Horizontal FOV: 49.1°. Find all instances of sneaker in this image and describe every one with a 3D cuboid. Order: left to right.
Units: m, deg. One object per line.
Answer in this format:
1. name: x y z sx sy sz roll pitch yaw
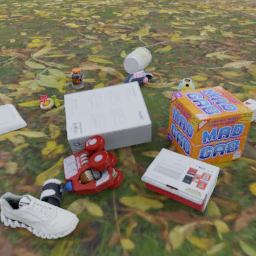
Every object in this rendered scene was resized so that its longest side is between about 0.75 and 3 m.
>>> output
1. sneaker: -2.358 2.223 7.251 2.161 0.876 0.812 8 34 9
2. sneaker: 0.565 -2.465 14.263 0.755 0.646 1.840 23 42 34

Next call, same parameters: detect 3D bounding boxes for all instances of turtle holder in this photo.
1. turtle holder: 2.741 -1.878 13.304 0.817 0.763 1.075 21 39 26

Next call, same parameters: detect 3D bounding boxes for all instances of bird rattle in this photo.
1. bird rattle: -3.612 -1.153 12.523 0.988 0.557 0.806 8 51 17

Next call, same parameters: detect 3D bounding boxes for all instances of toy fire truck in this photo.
1. toy fire truck: -1.191 1.280 8.632 1.655 1.105 1.970 -28 37 2

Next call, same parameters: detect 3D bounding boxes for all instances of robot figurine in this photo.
1. robot figurine: -2.153 1.902 7.958 0.718 0.596 0.955 -1 34 -7

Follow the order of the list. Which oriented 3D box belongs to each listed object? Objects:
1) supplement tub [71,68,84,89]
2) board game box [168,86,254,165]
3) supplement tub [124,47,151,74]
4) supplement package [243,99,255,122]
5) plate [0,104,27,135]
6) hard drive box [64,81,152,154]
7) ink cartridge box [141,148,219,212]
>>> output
1. supplement tub: -2.528 -2.476 14.025 0.572 0.933 0.572 -1 34 0
2. board game box: 2.690 -0.083 9.647 1.927 1.926 1.926 -10 35 -14
3. supplement tub: 0.532 -3.758 15.714 1.139 1.139 1.571 16 38 22
4. supplement package: 5.003 -0.684 11.679 1.056 0.632 0.640 -25 42 -32
5. plate: -5.464 -0.337 11.446 2.042 0.331 2.047 -21 40 -29
6. hard drive box: -0.750 -0.369 10.089 2.798 1.074 2.181 -11 52 -4
7. ink cartridge box: 1.501 1.588 8.233 1.839 0.771 1.614 19 39 25
